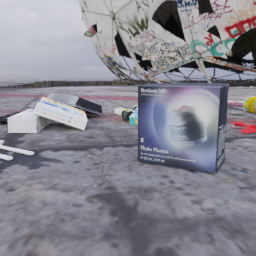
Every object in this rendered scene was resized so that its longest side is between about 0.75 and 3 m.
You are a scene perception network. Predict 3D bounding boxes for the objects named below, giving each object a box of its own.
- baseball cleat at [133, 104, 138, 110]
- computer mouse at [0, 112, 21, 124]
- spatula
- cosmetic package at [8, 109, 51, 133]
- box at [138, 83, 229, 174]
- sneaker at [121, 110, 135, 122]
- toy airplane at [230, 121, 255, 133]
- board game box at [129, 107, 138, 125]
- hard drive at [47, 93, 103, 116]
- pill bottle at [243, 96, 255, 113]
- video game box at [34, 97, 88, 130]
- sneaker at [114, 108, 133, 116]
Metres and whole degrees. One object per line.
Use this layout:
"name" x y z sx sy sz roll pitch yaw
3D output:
"baseball cleat" 0.937 -1.238 16.891 1.227 0.428 0.653 -8 15 10
"computer mouse" -5.281 -0.347 12.231 1.429 0.377 0.989 -21 21 -34
"spatula" -3.717 0.612 7.424 2.302 0.185 1.601 5 10 31
"cosmetic package" -3.856 -0.325 11.222 1.029 0.631 2.492 -2 11 -3
"box" 1.270 -0.100 6.608 1.901 1.886 1.172 5 11 28
"sneaker" -0.048 -0.556 12.845 0.727 0.534 1.606 1 7 19
"toy airplane" 4.605 -0.042 10.643 1.566 0.288 1.566 2 10 0
"board game box" 1.040 -0.510 12.014 1.659 0.389 1.252 3 26 19
"hard drive" -2.772 -1.217 14.336 1.976 0.620 2.930 19 -5 -43
"pill bottle" 7.119 -1.206 15.106 0.930 0.930 1.649 -3 12 -15
"video game box" -2.681 -0.630 11.364 1.963 0.504 2.154 22 7 -16
"sneaker" -0.154 -0.808 14.652 1.077 0.408 0.566 11 1 17
